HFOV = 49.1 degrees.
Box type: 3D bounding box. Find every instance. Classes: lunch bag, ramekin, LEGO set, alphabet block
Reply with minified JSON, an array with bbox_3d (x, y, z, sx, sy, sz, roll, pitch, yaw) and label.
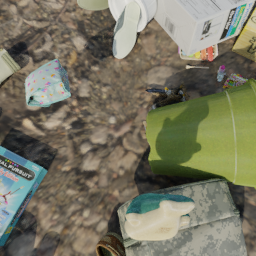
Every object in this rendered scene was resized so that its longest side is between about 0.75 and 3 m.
[{"bbox_3d":[1.285,2.738,6.712,2.835,1.975,2.378,-5,63,-23],"label":"lunch bag"},{"bbox_3d":[0.200,-4.344,9.862,1.698,1.698,0.828,37,67,13],"label":"ramekin"},{"bbox_3d":[4.000,-1.632,9.306,1.966,0.732,0.904,6,69,2],"label":"LEGO set"},{"bbox_3d":[4.622,-3.185,9.568,1.368,1.343,1.336,30,71,11],"label":"alphabet block"},{"bbox_3d":[-2.080,-1.071,7.070,1.104,0.673,0.941,-23,53,5],"label":"lunch bag"}]

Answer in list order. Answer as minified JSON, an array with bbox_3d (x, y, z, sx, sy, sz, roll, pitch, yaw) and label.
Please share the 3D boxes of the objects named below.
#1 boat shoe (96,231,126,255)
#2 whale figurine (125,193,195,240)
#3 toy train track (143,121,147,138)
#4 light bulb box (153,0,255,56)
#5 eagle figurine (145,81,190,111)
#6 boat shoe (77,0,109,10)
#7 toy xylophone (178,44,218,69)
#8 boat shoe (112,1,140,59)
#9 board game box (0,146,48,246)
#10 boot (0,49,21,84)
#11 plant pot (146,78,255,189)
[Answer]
[{"bbox_3d":[-0.065,3.763,7.082,2.287,0.844,0.865,47,110,20],"label":"boat shoe"},{"bbox_3d":[0.523,1.405,4.830,1.202,1.510,0.784,8,51,-17],"label":"whale figurine"},{"bbox_3d":[0.638,0.120,8.985,0.430,0.122,0.750,-16,63,-5],"label":"toy train track"},{"bbox_3d":[2.495,-4.101,9.625,2.349,1.466,2.328,-24,64,-14],"label":"light bulb box"},{"bbox_3d":[1.293,-1.013,9.140,1.307,0.986,0.992,-22,23,22],"label":"eagle figurine"},{"bbox_3d":[-0.774,-5.172,10.540,2.455,0.917,0.814,-19,69,-5],"label":"boat shoe"},{"bbox_3d":[2.466,-2.604,9.875,1.410,0.354,1.032,-5,70,-2],"label":"toy xylophone"},{"bbox_3d":[-0.137,-3.458,10.098,0.771,0.654,2.117,18,84,-28],"label":"boat shoe"},{"bbox_3d":[-3.762,1.853,8.090,1.780,0.553,2.358,24,71,9],"label":"board game box"},{"bbox_3d":[-4.820,-2.224,9.550,1.955,0.705,1.512,41,75,8],"label":"boot"},{"bbox_3d":[2.001,0.298,7.701,2.826,2.975,2.975,-5,69,11],"label":"plant pot"}]
